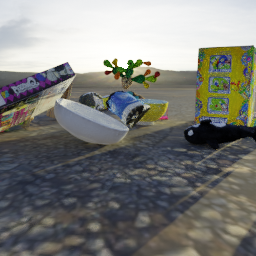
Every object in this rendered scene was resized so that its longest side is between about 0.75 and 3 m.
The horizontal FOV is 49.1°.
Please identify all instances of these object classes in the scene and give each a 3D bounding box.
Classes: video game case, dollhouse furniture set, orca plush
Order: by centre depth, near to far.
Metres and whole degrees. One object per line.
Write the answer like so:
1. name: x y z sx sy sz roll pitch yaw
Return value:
1. orca plush: 2.471 0.350 7.522 1.994 0.709 1.049 7 -33 15
2. video game case: -3.012 -0.713 8.025 2.562 0.506 2.827 -31 2 -28
3. dollhouse furniture set: -3.181 -1.027 11.359 2.243 2.134 1.828 10 6 -41

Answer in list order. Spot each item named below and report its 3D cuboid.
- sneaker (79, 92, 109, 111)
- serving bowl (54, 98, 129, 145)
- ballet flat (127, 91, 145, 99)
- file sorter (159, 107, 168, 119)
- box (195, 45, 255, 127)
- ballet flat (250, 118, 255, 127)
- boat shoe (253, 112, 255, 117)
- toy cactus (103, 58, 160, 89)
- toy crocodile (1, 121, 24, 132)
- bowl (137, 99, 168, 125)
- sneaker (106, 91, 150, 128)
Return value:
1. sneaker: -1.933 -1.412 15.955 1.180 1.039 2.790 -1 0 32
2. serving bowl: -1.122 -0.083 7.974 2.205 0.725 2.205 24 9 -4
3. ballet flat: 0.577 -1.683 17.508 1.058 0.992 2.926 18 4 -21
4. file sorter: 1.390 -0.707 12.837 0.865 0.543 0.601 1 10 4
5. box: 3.847 -1.510 10.689 1.819 2.872 2.982 5 11 27
6. ballet flat: 4.694 -0.174 9.544 0.674 0.676 2.018 10 14 43
7. boat shoe: 5.989 -0.701 13.439 0.907 0.311 0.326 2 10 10
8. toy cactus: 0.050 -2.079 11.429 2.278 1.165 1.880 8 -21 -5
9. toy crocodile: -4.826 -0.180 9.128 2.880 0.889 0.972 -3 -28 -40
10. bowl: 0.703 -0.619 11.179 1.750 0.942 1.750 2 10 0
11. sneaker: -0.019 -0.683 8.610 1.088 0.958 2.440 43 2 10
